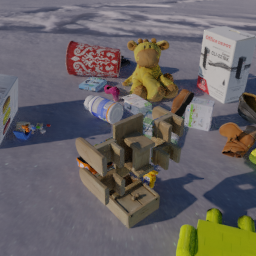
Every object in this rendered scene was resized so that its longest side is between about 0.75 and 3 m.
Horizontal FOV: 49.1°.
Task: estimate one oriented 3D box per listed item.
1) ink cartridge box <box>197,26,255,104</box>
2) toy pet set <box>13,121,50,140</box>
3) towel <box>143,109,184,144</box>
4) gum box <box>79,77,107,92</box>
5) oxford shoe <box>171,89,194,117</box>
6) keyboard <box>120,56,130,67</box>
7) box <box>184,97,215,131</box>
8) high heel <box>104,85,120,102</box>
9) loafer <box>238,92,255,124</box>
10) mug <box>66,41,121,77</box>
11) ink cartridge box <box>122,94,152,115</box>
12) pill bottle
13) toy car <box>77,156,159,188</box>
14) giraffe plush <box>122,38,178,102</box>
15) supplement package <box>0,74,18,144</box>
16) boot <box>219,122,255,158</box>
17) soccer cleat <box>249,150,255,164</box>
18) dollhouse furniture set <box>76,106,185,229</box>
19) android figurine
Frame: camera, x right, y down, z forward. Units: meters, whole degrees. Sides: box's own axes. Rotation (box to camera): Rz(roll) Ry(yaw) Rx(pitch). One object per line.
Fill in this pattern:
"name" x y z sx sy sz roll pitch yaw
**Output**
"ink cartridge box" 4.180 -2.778 12.207 1.156 2.760 1.992 -14 36 -21
"toy pet set" -3.410 0.147 9.687 1.045 0.594 1.119 9 7 13
"towel" 1.171 -0.022 10.233 1.504 0.309 2.016 9 34 15
"gum box" -1.681 -2.114 13.483 0.919 0.241 1.082 13 36 23
"oxford shoe" 1.366 -0.566 7.795 0.404 1.132 0.404 37 5 36
"keyboard" -1.009 -4.134 16.576 2.507 0.322 1.505 26 41 33
"box" 2.615 -0.515 10.283 0.939 1.065 0.515 12 38 19
"high heel" -0.754 -1.798 12.572 0.507 0.722 1.505 -13 35 -12
"loafer" 5.059 -0.361 9.737 2.810 1.016 1.023 33 79 37
"mug" -1.667 -3.624 14.585 2.556 1.705 2.269 7 35 5
"ink cartridge box" 0.334 -0.958 11.565 0.716 0.411 1.222 -20 38 -29
"pill bottle" -0.983 -0.774 10.911 1.492 0.836 0.836 24 40 34
"toy car" -0.376 1.312 7.766 2.193 0.730 1.076 16 15 27
"giraffe plush" 0.977 -2.781 12.643 2.439 2.293 2.827 -12 35 -18
"supplement package" -5.017 -0.721 9.969 1.508 1.566 2.753 8 33 -10
"boot" 3.418 0.421 9.279 1.202 0.573 1.554 -49 20 -20
"soccer cleat" 4.937 0.645 8.496 2.549 1.066 0.824 -3 33 -5
"dollhouse furniture set" -0.141 0.802 6.849 2.280 2.601 1.728 -24 39 -32
"android figurine" 2.115 2.742 5.823 2.203 0.497 2.420 11 33 16
